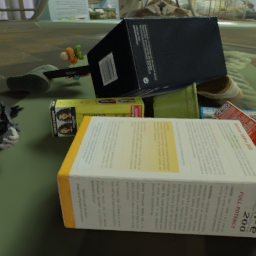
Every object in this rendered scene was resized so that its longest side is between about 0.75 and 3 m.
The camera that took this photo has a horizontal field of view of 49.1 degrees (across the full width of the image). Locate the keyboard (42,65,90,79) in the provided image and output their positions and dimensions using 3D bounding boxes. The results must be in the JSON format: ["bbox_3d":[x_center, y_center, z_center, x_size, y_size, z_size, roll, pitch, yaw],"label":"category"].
[{"bbox_3d":[-2.121,-2.182,10.421,1.934,0.383,1.006,-8,-7,0],"label":"keyboard"}]

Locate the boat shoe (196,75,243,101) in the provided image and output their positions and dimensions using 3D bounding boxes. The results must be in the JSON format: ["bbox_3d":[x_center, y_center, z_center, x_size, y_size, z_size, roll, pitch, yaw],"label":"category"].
[{"bbox_3d":[2.934,-1.390,9.655,0.824,0.910,2.553,30,11,-19],"label":"boat shoe"}]

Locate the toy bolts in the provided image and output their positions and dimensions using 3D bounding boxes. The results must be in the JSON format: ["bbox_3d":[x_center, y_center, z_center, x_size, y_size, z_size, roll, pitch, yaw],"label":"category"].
[{"bbox_3d":[-2.307,-2.525,11.273,0.899,1.297,1.239,-26,17,-31],"label":"toy bolts"}]

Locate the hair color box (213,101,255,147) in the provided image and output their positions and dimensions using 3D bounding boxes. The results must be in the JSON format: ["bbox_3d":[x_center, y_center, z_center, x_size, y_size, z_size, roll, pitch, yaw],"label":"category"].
[{"bbox_3d":[2.427,0.078,5.752,0.468,0.811,1.463,-44,22,13],"label":"hair color box"}]

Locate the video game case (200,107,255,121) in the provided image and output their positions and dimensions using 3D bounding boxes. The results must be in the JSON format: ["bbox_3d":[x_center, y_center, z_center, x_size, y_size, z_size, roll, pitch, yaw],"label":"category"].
[{"bbox_3d":[2.823,0.113,6.983,1.956,0.243,2.733,5,26,12],"label":"video game case"}]

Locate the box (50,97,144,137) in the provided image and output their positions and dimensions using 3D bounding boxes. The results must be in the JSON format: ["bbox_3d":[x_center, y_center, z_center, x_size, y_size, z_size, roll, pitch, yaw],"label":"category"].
[{"bbox_3d":[-0.765,-0.291,7.148,2.293,0.863,0.575,-2,26,-7],"label":"box"}]

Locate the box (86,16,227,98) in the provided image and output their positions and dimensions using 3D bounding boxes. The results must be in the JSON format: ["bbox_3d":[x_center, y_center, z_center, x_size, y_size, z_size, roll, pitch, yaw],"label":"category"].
[{"bbox_3d":[0.735,-1.898,8.318,2.925,1.817,2.949,-14,3,-26],"label":"box"}]

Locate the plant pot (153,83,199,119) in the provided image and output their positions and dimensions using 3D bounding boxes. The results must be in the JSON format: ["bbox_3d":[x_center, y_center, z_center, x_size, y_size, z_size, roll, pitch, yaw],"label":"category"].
[{"bbox_3d":[1.276,-0.523,7.435,1.127,1.225,1.225,-5,23,14],"label":"plant pot"}]

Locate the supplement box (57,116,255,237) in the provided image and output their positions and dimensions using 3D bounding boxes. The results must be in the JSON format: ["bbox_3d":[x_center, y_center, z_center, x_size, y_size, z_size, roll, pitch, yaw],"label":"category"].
[{"bbox_3d":[0.552,0.690,4.661,2.937,1.080,1.851,2,29,4],"label":"supplement box"}]

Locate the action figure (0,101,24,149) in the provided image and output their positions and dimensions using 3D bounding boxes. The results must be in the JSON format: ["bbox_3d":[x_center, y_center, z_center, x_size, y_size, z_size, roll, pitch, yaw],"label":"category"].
[{"bbox_3d":[-3.186,0.020,5.900,1.587,1.363,2.671,-25,-18,9],"label":"action figure"}]

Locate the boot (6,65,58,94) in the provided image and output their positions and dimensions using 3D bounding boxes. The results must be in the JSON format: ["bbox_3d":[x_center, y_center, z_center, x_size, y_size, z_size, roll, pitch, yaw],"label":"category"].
[{"bbox_3d":[-3.362,-1.956,10.983,1.956,0.781,2.152,11,21,18],"label":"boot"}]
